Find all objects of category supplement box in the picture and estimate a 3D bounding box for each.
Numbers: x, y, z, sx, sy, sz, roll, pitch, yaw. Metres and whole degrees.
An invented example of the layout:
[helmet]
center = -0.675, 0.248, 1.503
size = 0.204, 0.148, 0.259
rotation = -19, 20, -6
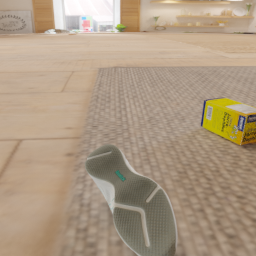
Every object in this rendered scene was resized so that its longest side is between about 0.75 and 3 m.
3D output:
[supplement box]
center = 2.792, -0.229, 7.537
size = 0.806, 0.811, 1.481
rotation = -9, 24, -26

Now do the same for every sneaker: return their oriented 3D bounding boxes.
[sneaker]
center = 0.097, 1.089, 4.183
size = 0.789, 0.899, 2.242
rotation = -32, 35, -7
